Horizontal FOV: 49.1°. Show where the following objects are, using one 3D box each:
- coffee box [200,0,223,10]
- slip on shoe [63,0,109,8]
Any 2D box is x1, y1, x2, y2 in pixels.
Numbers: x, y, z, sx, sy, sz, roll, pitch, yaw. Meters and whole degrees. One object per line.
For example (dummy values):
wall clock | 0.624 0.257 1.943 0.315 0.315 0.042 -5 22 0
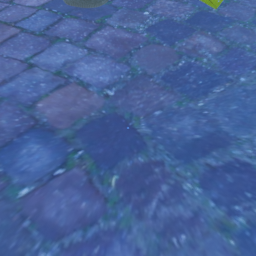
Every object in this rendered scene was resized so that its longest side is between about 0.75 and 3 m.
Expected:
coffee box | 1.788 -4.108 6.596 1.670 1.686 1.689 47 31 18
slip on shoe | -0.734 -3.243 5.470 1.089 2.941 0.900 1 84 -15
